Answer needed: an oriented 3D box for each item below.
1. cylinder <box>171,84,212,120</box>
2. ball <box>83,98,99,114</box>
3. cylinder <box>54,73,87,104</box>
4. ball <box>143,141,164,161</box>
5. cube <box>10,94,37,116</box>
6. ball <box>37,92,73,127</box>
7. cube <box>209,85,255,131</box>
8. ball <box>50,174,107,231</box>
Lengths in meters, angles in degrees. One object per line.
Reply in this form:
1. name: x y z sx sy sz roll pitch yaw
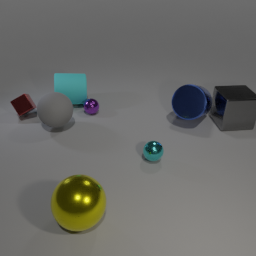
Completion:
1. cylinder: 2.651 -1.064 11.522 1.400 1.400 1.400 15 12 23
2. ball: -1.623 -0.960 12.408 0.700 0.700 0.700 0 32 0
3. cylinder: -2.647 -1.799 12.896 1.400 1.400 1.400 -2 31 -12
4. ball: 0.857 0.776 9.477 0.700 0.700 0.700 0 32 0
5. cube: -4.464 -1.000 12.006 0.700 0.700 0.700 -31 7 -2
6. ball: -2.883 -0.724 11.095 1.400 1.400 1.400 0 32 0
7. cube: 4.357 -0.846 11.542 1.400 1.400 1.400 -3 32 -5
8. ball: -1.248 1.885 7.127 1.400 1.400 1.400 0 32 0
